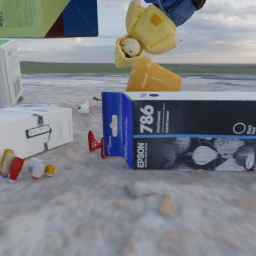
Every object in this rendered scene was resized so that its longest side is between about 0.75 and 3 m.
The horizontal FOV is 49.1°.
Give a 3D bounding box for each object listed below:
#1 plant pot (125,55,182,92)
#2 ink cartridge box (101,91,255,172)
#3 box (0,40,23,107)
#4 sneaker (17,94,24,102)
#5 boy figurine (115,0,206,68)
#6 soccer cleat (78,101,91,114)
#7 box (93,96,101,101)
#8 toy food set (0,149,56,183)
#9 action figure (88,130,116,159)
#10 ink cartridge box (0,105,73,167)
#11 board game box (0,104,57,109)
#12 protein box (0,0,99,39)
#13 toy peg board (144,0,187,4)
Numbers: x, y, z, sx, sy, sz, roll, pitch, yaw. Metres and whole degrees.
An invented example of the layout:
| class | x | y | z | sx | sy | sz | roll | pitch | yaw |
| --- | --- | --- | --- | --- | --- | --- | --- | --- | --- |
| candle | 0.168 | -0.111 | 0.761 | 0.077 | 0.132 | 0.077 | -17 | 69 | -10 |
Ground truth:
| class | x | y | z | sx | sy | sz | roll | pitch | yaw |
| --- | --- | --- | --- | --- | --- | --- | --- | --- | --- |
| plant pot | 0.975 | -1.547 | 10.680 | 1.883 | 2.056 | 2.056 | 17 | 14 | 1 |
| ink cartridge box | 0.839 | 0.063 | 4.718 | 2.641 | 1.313 | 0.518 | 0 | 24 | 4 |
| box | -5.659 | -2.228 | 11.325 | 2.110 | 2.463 | 2.451 | -3 | 24 | -9 |
| sneaker | -5.305 | -1.360 | 12.973 | 1.038 | 0.393 | 0.477 | -2 | 19 | 24 |
| boy figurine | 0.587 | -2.576 | 6.942 | 2.658 | 1.652 | 0.856 | -41 | 6 | -4 |
| soccer cleat | -1.608 | -0.768 | 10.363 | 0.432 | 0.386 | 1.115 | -3 | 16 | -4 |
| box | -1.030 | -1.490 | 13.912 | 1.191 | 0.127 | 0.974 | -5 | 14 | -23 |
| toy food set | -1.671 | 0.681 | 4.483 | 0.926 | 0.417 | 0.442 | 19 | 1 | 4 |
| action figure | 0.417 | 0.123 | 6.171 | 2.549 | 0.659 | 0.834 | -7 | 12 | -36 |
| ink cartridge box | -2.333 | 0.049 | 5.873 | 1.425 | 0.823 | 1.952 | 8 | 15 | 29 |
| board game box | -3.316 | -0.510 | 9.160 | 1.720 | 0.398 | 1.303 | 0 | 13 | 0 |
| protein box | -1.964 | -3.128 | 6.211 | 2.203 | 2.187 | 1.486 | 15 | 23 | 39 |
| toy peg board | 0.538 | -3.011 | 4.989 | 2.133 | 2.124 | 1.043 | -26 | -5 | -40 |
